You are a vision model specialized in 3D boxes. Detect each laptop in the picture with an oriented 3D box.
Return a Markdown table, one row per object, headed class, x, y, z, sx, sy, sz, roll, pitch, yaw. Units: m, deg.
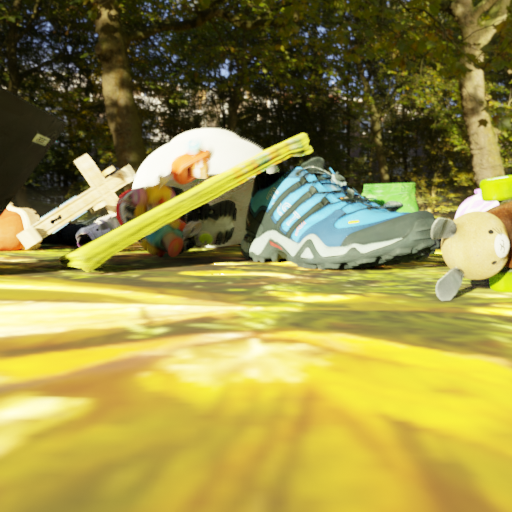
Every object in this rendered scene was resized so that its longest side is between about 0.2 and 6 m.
| class | x | y | z | sx | sy | sz | roll | pitch | yaw |
| --- | --- | --- | --- | --- | --- | --- | --- | --- | --- |
| laptop | -4.760 | -0.813 | 6.361 | 4.086 | 2.110 | 3.621 | 0 | 3 | 0 |

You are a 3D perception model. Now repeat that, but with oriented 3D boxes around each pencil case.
| class | x | y | z | sx | sy | sz | roll | pitch | yaw |
| --- | --- | --- | --- | --- | --- | --- | --- | --- | --- |
| pencil case | 3.157 | -0.331 | 6.617 | 1.085 | 1.105 | 2.586 | -13 | 2 | 2 |

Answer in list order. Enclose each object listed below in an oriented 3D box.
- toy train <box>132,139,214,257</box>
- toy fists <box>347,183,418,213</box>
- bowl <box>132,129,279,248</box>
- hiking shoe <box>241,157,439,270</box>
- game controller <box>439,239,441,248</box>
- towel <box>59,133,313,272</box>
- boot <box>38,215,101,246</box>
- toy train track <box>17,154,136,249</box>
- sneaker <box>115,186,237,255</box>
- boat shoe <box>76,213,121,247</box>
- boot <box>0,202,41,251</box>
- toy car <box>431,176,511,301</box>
| class | x | y | z | sx | sy | sz | roll | pitch | yaw |
| --- | --- | --- | --- | --- | --- | --- | --- | --- | --- |
| toy train | -1.190 | -0.763 | 9.006 | 1.536 | 2.045 | 0.569 | -30 | 56 | -30 |
| toy fists | 2.058 | -0.779 | 11.780 | 2.785 | 1.420 | 0.958 | 2 | 9 | 36 |
| bowl | -1.030 | -1.564 | 12.007 | 3.642 | 1.637 | 3.642 | -5 | -21 | -2 |
| hiking shoe | 0.904 | -0.629 | 7.809 | 1.326 | 1.545 | 3.564 | -3 | 4 | -38 |
| game controller | 3.687 | -0.287 | 13.384 | 1.565 | 0.330 | 0.816 | 2 | -10 | 30 |
| towel | -0.941 | -0.729 | 7.765 | 3.583 | 0.323 | 1.542 | -31 | 11 | -24 |
| boot | -4.816 | -0.642 | 14.018 | 1.816 | 0.825 | 2.161 | -2 | -5 | 37 |
| toy train track | -3.657 | -1.108 | 11.799 | 2.893 | 1.660 | 0.471 | -41 | 17 | -30 |
| sneaker | -1.708 | -0.693 | 11.041 | 1.397 | 1.267 | 3.291 | 9 | 2 | 29 |
| boat shoe | -3.345 | -0.396 | 11.591 | 0.897 | 0.722 | 1.934 | -26 | 2 | -29 |
| boot | -6.104 | -0.632 | 12.435 | 1.615 | 1.130 | 3.012 | -10 | 10 | -40 |
| toy car | 1.903 | -0.090 | 4.517 | 1.208 | 0.993 | 0.953 | -13 | 9 | -25 |
